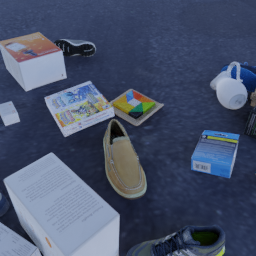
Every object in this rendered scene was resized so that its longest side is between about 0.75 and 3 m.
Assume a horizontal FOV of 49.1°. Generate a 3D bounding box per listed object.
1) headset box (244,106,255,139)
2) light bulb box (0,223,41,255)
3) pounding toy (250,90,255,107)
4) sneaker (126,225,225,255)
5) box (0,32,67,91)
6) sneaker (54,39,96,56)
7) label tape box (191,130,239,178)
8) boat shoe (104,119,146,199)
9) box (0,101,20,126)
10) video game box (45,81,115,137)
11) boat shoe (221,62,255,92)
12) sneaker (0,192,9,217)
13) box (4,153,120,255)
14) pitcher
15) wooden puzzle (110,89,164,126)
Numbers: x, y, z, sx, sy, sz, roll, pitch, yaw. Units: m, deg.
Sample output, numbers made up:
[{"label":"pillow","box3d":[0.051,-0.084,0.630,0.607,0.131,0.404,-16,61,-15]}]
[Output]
[{"label":"headset box","box3d":[5.460,-0.208,9.431,2.259,1.048,1.967,26,46,29]},{"label":"light bulb box","box3d":[-2.947,3.017,5.878,1.614,1.016,1.628,21,45,23]},{"label":"pounding toy","box3d":[5.379,-1.418,10.920,0.735,1.412,1.608,26,46,27]},{"label":"sneaker","box3d":[1.106,2.663,6.340,2.411,0.976,0.891,-10,41,-12]},{"label":"box","box3d":[-4.425,-3.169,13.031,2.042,1.426,2.682,-26,46,-28]},{"label":"sneaker","box3d":[-2.834,-4.313,15.002,2.276,0.841,0.902,6,30,-2]},{"label":"label tape box","box3d":[2.790,0.758,8.871,1.173,0.541,1.637,9,35,26]},{"label":"boat shoe","box3d":[-0.222,0.756,8.306,1.058,1.125,2.953,-9,35,-16]},{"label":"box","box3d":[-4.546,-0.559,10.656,0.558,0.437,0.897,-21,43,-24]},{"label":"video game box","box3d":[-1.914,-0.833,10.803,2.027,0.521,2.225,-26,45,-16]},{"label":"boat shoe","box3d":[5.404,-2.119,12.187,2.848,1.198,0.978,23,44,1]},{"label":"sneaker","box3d":[-4.251,1.601,7.618,2.394,0.982,0.840,22,44,24]},{"label":"box","box3d":[-1.458,2.080,6.334,2.411,1.836,1.282,34,49,31]},{"label":"pitcher","box3d":[4.170,-1.712,11.242,1.074,1.520,1.772,14,35,-18]},{"label":"wooden puzzle","box3d":[0.219,-0.925,11.173,1.864,0.347,1.725,28,47,29]}]
